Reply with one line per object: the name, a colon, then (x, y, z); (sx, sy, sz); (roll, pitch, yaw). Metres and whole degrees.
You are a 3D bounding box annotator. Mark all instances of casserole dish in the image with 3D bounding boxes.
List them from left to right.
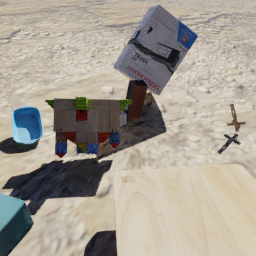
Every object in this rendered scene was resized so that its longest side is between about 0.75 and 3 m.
casserole dish: (-2.757, -0.052, 7.694); (0.773, 0.248, 1.277); (-9, 58, -16)

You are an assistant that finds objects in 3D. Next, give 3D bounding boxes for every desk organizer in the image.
desk organizer: (0.210, -0.846, 8.352); (0.444, 1.154, 0.414); (-4, 38, -23)

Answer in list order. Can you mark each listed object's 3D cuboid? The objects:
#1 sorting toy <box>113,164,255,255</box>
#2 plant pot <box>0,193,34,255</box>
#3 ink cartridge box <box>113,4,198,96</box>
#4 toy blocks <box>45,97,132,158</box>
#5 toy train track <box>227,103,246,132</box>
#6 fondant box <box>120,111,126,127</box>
sorting toy: (1.099, 1.683, 4.512); (2.587, 0.906, 2.603); (-3, 22, -4)
plant pot: (-2.315, 1.790, 4.881); (0.719, 0.719, 1.017); (12, 42, 18)
ink cartridge box: (0.878, -2.513, 9.287); (1.704, 2.357, 0.993); (30, 8, -21)
toy blocks: (-0.975, 0.032, 6.835); (2.098, 1.434, 1.048); (0, -3, -3)
toy train track: (2.943, -0.262, 7.734); (0.501, 0.873, 0.142); (-7, 23, 33)
fondant box: (-0.778, -0.195, 8.130); (0.901, 0.364, 1.249); (26, 41, 33)
